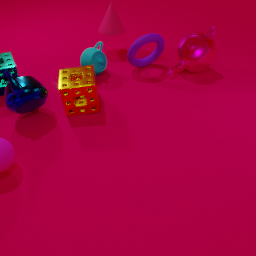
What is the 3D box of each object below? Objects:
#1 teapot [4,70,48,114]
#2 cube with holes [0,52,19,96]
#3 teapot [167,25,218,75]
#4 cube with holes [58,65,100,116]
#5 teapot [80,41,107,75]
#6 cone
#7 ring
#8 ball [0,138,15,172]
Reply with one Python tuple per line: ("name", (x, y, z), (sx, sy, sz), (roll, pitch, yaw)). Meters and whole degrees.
("teapot", (-2.672, -0.928, 7.171), (1.103, 1.774, 0.869), (-27, 82, -5))
("cube with holes", (-3.715, -1.578, 8.215), (0.861, 0.861, 0.861), (-17, 49, -21))
("teapot", (2.024, -2.362, 8.753), (1.261, 2.028, 0.993), (50, 18, 16))
("cube with holes", (-1.304, -1.017, 7.612), (0.922, 0.922, 0.922), (-8, 45, -3))
("teapot", (-1.025, -2.013, 8.699), (0.679, 1.387, 0.863), (11, -3, 43))
("cone", (-0.546, -3.693, 9.307), (0.929, 0.932, 0.929), (1, 37, 0))
("ring", (0.573, -2.432, 8.842), (1.291, 1.291, 0.258), (-19, 64, -18))
("ball", (-2.842, 0.579, 5.993), (0.770, 0.770, 0.770), (0, 45, 0))
